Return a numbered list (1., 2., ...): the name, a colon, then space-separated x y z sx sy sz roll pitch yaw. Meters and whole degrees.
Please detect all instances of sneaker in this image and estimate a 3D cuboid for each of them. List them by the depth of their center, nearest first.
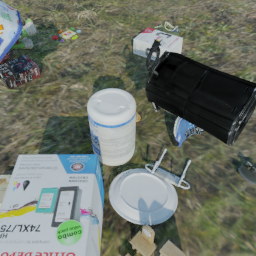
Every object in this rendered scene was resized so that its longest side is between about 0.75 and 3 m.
1. sneaker: 2.113 -0.090 9.435 0.901 0.794 2.021 21 49 23
2. sneaker: 1.821 -5.034 14.171 1.770 0.795 0.593 28 52 24

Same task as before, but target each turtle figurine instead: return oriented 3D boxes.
1. turtle figurine: -5.795 -4.145 12.348 2.962 2.131 2.872 29 42 34

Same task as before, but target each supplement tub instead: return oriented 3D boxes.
1. supplement tub: -0.452 0.001 8.426 1.388 2.104 1.388 0 45 0

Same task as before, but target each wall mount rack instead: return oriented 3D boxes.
1. wall mount rack: 1.295 1.187 8.361 1.437 0.536 1.248 26 20 12

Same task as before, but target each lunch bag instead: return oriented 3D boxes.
1. lunch bag: -3.751 -2.225 7.509 2.266 0.856 1.816 -47 45 16

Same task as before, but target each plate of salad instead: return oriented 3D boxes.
1. plate of salad: 0.414 1.893 7.763 1.908 0.458 1.908 6 38 -4

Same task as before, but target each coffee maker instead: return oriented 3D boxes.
1. coffee maker: 1.636 -0.712 6.457 2.290 1.543 2.200 29 8 27

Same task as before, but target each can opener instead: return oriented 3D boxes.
1. can opener: 4.111 1.672 8.038 0.646 0.511 1.943 -50 56 3

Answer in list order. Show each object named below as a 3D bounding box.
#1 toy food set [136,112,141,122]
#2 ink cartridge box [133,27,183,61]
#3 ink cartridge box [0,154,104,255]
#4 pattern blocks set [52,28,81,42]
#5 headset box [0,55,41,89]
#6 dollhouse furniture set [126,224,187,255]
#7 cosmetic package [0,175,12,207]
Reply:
1. toy food set: 0.030 -0.435 10.179 0.754 0.183 0.746 -25 51 -22
2. ink cartridge box: 1.385 -3.824 13.002 1.905 0.816 1.406 24 50 23
3. ink cartridge box: -1.647 2.213 6.392 1.946 1.937 2.652 -1 46 1
4. pattern blocks set: -3.123 -4.827 14.452 1.207 0.111 1.373 19 49 17
5. headset box: -4.553 -2.409 11.791 1.561 0.586 1.160 -34 55 -28
6. dollhouse furniture set: 0.208 3.572 5.593 2.178 1.247 2.554 34 55 29
7. cosmetic package: -3.504 1.804 7.921 0.495 0.335 0.942 -2 46 -2
